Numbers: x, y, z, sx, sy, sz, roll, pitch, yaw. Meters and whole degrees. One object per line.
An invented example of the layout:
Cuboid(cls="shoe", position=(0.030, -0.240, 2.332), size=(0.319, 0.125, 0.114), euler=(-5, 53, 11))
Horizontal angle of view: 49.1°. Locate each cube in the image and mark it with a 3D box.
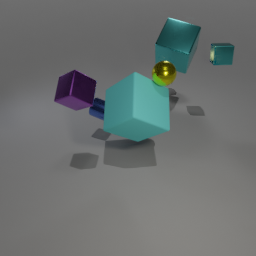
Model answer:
Cuboid(cls="cube", position=(3.530, -2.793, 10.560), size=(0.700, 0.700, 0.700), euler=(0, 26, 4))
Cuboid(cls="cube", position=(2.004, -3.331, 11.441), size=(1.400, 1.400, 1.400), euler=(21, 73, 13))
Cuboid(cls="cube", position=(-1.296, -0.914, 6.940), size=(0.700, 0.700, 0.700), euler=(-10, -25, 43))
Cuboid(cls="cube", position=(0.254, -0.555, 8.308), size=(1.400, 1.400, 1.400), euler=(19, -28, -36))

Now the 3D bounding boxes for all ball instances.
Cuboid(cls="ball", position=(1.011, -1.527, 7.846), size=(0.700, 0.700, 0.700), euler=(0, 31, 0))

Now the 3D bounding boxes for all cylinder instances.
Cuboid(cls="cylinder", position=(-0.966, -0.676, 10.255), size=(0.700, 0.700, 0.700), euler=(22, 35, 10))
